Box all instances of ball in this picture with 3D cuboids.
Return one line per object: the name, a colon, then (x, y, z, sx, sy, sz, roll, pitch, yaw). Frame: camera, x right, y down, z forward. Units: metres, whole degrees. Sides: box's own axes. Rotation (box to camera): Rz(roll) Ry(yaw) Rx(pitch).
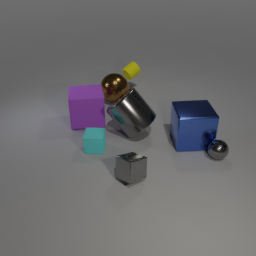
ball: (-0.645, -1.933, 13.480, 1.400, 1.400, 1.400, 0, 31, 0)
ball: (3.116, 0.744, 9.672, 0.700, 0.700, 0.700, 0, 31, 0)

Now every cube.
cube: (-1.730, -0.901, 11.753, 1.400, 1.400, 1.400, -5, 31, -8)
cube: (-1.203, 0.459, 10.139, 0.700, 0.700, 0.700, 1, 32, 2)
cube: (0.101, 1.207, 8.631, 0.700, 0.700, 0.700, -10, 17, -39)
cube: (2.393, -0.106, 10.372, 1.400, 1.400, 1.400, -3, 31, -2)

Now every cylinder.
cylinder: (0.126, -0.588, 10.724, 1.400, 1.400, 1.400, -39, 12, 10)
cylinder: (0.176, -3.010, 14.752, 0.700, 0.700, 0.700, -41, 44, -14)
